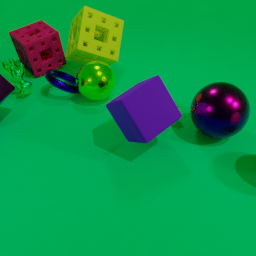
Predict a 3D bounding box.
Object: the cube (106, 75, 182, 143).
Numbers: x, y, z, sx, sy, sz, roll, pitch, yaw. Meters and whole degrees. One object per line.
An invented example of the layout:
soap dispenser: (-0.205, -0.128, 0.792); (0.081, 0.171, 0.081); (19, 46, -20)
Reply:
cube: (0.335, -0.401, 6.421); (1.086, 1.086, 1.086); (-36, 12, -18)

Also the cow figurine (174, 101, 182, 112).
cow figurine: (0.918, -0.484, 7.475); (0.866, 0.880, 0.483); (-20, 58, 29)

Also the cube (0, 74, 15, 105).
cube: (-3.978, -0.845, 7.105); (1.280, 1.280, 1.280); (-31, 23, 34)

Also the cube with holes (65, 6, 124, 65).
cube with holes: (-1.121, -2.876, 9.194); (1.347, 1.347, 1.347); (11, -5, -27)

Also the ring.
ring: (-1.965, -1.447, 8.676); (1.255, 0.251, 1.255); (25, 21, -10)

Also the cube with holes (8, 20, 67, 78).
cube with holes: (-3.109, -2.764, 9.748); (1.247, 1.247, 1.247); (-32, 52, -23)

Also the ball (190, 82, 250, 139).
ball: (2.241, -0.430, 6.878); (1.395, 1.395, 1.395); (0, 39, 0)

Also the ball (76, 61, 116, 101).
ball: (-0.947, -1.390, 8.278); (1.173, 1.173, 1.173); (0, 39, 0)

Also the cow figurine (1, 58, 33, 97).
cow figurine: (-3.373, -1.512, 8.534); (1.028, 1.011, 0.564); (29, 46, 27)
